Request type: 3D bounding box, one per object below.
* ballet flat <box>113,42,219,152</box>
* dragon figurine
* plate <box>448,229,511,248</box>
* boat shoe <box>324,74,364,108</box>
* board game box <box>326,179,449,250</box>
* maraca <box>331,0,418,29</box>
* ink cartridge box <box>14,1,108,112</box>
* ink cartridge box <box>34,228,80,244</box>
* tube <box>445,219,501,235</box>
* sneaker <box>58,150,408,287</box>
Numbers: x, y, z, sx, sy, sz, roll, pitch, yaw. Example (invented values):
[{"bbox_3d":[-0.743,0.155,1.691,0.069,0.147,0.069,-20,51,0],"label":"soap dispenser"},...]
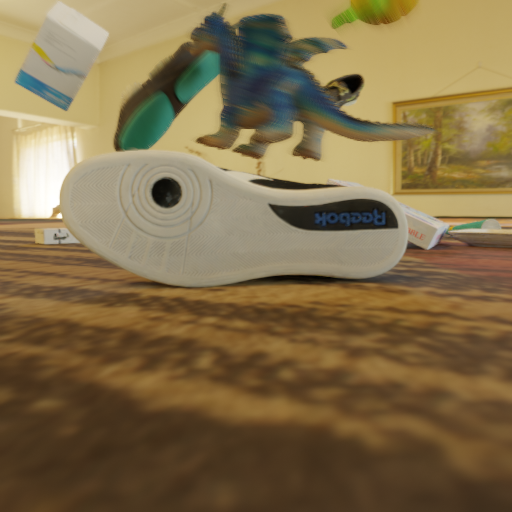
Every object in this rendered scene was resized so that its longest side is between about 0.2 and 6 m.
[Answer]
[{"bbox_3d":[-1.718,-2.866,9.960,1.028,2.815,1.028,35,-19,14],"label":"ballet flat"},{"bbox_3d":[0.340,-2.520,7.715,1.304,2.203,4.431,6,4,-37],"label":"dragon figurine"},{"bbox_3d":[5.209,-0.354,11.260,2.003,0.325,2.008,6,7,44],"label":"plate"},{"bbox_3d":[1.573,-3.182,10.948,0.617,0.521,1.730,40,42,11],"label":"boat shoe"},{"bbox_3d":[2.684,-0.884,11.443,2.287,0.470,2.281,28,15,20],"label":"board game box"},{"bbox_3d":[1.194,-2.519,5.409,1.113,0.596,0.763,-40,20,-16],"label":"maraca"},{"bbox_3d":[-3.440,-3.546,9.956,0.997,1.378,1.015,28,31,-24],"label":"ink cartridge box"},{"bbox_3d":[-4.324,-0.438,12.190,0.805,0.334,0.591,-4,6,-39],"label":"ink cartridge box"},{"bbox_3d":[5.335,-0.609,13.954,0.769,0.500,1.985,13,-1,-7],"label":"tube"},{"bbox_3d":[-0.295,-0.290,6.195,3.424,1.251,1.915,7,0,-11],"label":"sneaker"}]
